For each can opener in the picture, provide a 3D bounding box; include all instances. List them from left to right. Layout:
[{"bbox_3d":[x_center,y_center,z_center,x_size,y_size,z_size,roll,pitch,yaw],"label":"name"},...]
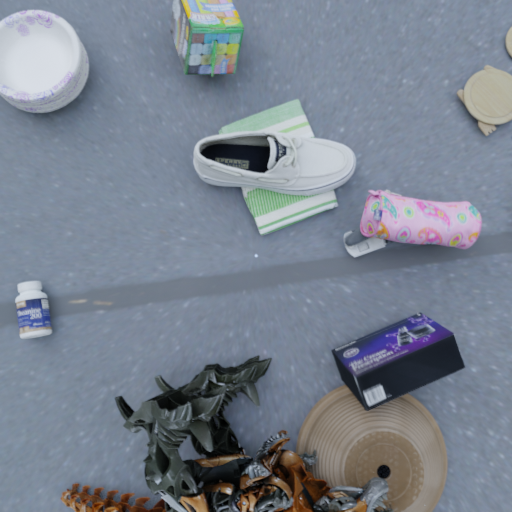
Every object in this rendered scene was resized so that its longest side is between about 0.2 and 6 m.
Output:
[{"bbox_3d":[2.428,-0.469,10.030,1.783,0.596,0.475,-20,84,-3],"label":"can opener"}]

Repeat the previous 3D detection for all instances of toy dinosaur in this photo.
[{"bbox_3d":[-0.676,3.620,8.468,5.205,2.659,3.533,-9,91,-3],"label":"toy dinosaur"}]

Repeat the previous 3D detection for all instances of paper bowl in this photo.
[{"bbox_3d":[-3.993,-3.500,10.331,1.770,0.921,1.770,0,81,0],"label":"paper bowl"}]

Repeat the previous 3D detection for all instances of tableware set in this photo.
[{"bbox_3d":[5.425,-3.163,10.591,2.438,0.339,2.919,40,84,5],"label":"tableware set"}]

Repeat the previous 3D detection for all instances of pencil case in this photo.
[{"bbox_3d":[2.773,-0.615,9.524,1.983,0.867,0.867,7,81,-12],"label":"pencil case"}]

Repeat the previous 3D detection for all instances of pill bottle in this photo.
[{"bbox_3d":[-3.929,0.947,9.853,0.528,0.528,0.951,-11,81,-2],"label":"pill bottle"}]

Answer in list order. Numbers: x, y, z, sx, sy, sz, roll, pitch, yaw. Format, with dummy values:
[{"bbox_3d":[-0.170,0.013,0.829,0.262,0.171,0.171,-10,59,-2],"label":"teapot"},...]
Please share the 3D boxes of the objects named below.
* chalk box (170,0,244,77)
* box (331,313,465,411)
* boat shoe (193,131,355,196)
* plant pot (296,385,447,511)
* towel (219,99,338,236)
[{"bbox_3d":[-0.848,-3.908,9.999,0.991,0.996,1.600,-8,60,-20],"label":"chalk box"},{"bbox_3d":[2.285,1.690,9.218,1.736,1.225,0.684,-22,101,-6],"label":"box"},{"bbox_3d":[0.341,-1.724,9.795,2.894,0.951,1.041,5,80,0],"label":"boat shoe"},{"bbox_3d":[1.952,3.391,9.154,2.573,1.187,2.573,0,80,0],"label":"plant pot"},{"bbox_3d":[0.414,-1.647,10.403,1.675,0.257,2.197,-21,81,-3],"label":"towel"}]
